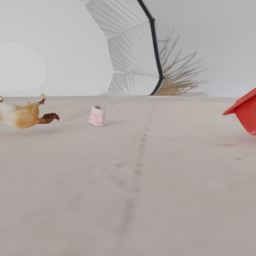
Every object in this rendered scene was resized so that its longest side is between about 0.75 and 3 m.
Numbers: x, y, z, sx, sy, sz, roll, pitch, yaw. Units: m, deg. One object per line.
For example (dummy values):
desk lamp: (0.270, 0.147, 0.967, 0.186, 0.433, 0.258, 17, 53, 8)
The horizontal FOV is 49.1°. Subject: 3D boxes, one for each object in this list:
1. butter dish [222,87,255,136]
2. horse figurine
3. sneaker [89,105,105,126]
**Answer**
butter dish: (2.914, -0.263, 5.275, 1.588, 1.177, 1.592, -14, -15, -17)
horse figurine: (-2.595, -0.382, 6.223, 2.163, 0.540, 1.434, 9, 30, -17)
sneaker: (-0.895, -0.399, 8.247, 0.413, 0.574, 1.098, 2, 7, -16)
